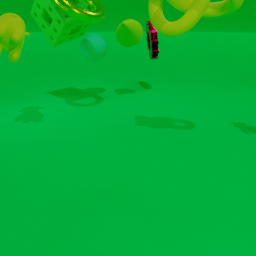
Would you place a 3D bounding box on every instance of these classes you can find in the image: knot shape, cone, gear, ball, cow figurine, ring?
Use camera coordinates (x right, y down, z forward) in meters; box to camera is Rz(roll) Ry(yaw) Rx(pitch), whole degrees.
[{"bbox_3d":[1.384,-2.736,5.609,1.837,1.964,0.907,18,45,1],"label":"knot shape"},{"bbox_3d":[-0.061,-3.497,9.841,1.020,1.020,1.023,5,1,12],"label":"cone"},{"bbox_3d":[1.015,-3.676,11.762,0.287,1.551,1.551,-9,21,-1],"label":"gear"},{"bbox_3d":[-1.333,-3.117,10.864,1.052,1.052,1.052,0,21,0],"label":"ball"},{"bbox_3d":[-2.993,-2.430,7.176,0.842,1.533,1.509,15,56,-23],"label":"cow figurine"},{"bbox_3d":[-1.413,-3.634,8.097,1.643,0.329,1.643,22,42,-22],"label":"ring"}]

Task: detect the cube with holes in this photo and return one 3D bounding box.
[{"bbox_3d":[-2.131,-3.832,9.305,1.379,1.379,1.379,-36,3,-34],"label":"cube with holes"}]
